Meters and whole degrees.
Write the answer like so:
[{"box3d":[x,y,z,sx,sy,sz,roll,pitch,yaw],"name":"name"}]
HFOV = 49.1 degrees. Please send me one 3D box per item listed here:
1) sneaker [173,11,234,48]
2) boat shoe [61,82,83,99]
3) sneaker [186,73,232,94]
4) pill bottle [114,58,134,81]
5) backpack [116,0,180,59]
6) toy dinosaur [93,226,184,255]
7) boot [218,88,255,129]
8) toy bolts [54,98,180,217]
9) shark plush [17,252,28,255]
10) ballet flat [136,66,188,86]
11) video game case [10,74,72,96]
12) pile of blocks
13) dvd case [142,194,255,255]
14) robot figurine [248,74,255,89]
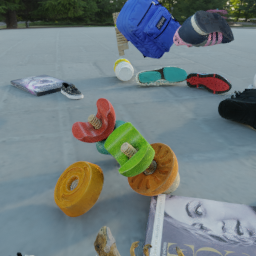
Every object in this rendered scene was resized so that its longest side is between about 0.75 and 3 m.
[{"box3d":[2.585,-3.194,9.482,2.846,0.998,1.167,-9,-14,-46],"name":"sneaker"},{"box3d":[-2.565,-1.739,12.720,0.569,0.539,1.627,-16,29,-32],"name":"boat shoe"},{"box3d":[4.036,-2.306,13.511,1.128,0.936,2.361,-18,31,-38],"name":"sneaker"},{"box3d":[-0.234,-3.146,15.226,1.004,1.004,1.781,-3,25,-6],"name":"pill bottle"},{"box3d":[0.860,-4.063,10.912,2.238,1.818,1.878,34,-7,-30],"name":"backpack"},{"box3d":[0.372,2.393,3.661,1.374,0.781,2.587,-31,43,-7],"name":"toy dinosaur"},{"box3d":[4.848,-0.682,9.958,2.283,1.031,2.786,-19,29,-40],"name":"boot"},{"box3d":[-0.292,0.868,6.554,2.526,1.834,2.644,-41,39,7],"name":"toy bolts"},{"box3d":[-1.571,2.223,4.335,1.107,0.503,0.461,17,60,24],"name":"shark plush"},{"box3d":[1.655,-2.617,14.340,2.721,0.976,0.976,-4,25,-11],"name":"ballet flat"},{"box3d":[-4.352,-2.204,14.098,2.759,0.262,1.971,23,33,39],"name":"video game case"},{"box3d":[-0.197,-3.986,11.818,0.600,1.931,0.793,-8,-3,5],"name":"pile of blocks"},{"box3d":[1.774,2.040,4.853,2.962,0.237,2.203,4,25,10],"name":"dvd case"},{"box3d":[6.286,-2.041,12.628,1.724,1.148,2.033,-25,10,32],"name":"robot figurine"}]
